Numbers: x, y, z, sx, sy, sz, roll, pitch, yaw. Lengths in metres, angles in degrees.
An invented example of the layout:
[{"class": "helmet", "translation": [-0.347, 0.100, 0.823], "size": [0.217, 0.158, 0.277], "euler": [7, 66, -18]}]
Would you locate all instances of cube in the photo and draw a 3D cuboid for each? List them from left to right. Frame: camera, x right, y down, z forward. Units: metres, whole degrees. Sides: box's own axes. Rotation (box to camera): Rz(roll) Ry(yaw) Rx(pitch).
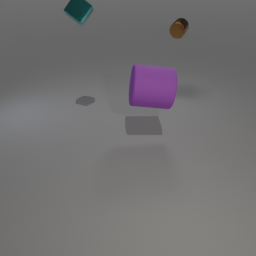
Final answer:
[{"class": "cube", "translation": [-1.663, -3.996, 9.512], "size": [0.700, 0.700, 0.700], "euler": [36, 6, -11]}]

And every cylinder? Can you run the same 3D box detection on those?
[{"class": "cylinder", "translation": [0.808, -1.393, 9.530], "size": [1.400, 1.400, 1.400], "euler": [5, 29, -7]}, {"class": "cylinder", "translation": [2.255, -4.394, 12.333], "size": [0.700, 0.700, 0.700], "euler": [12, 40, 20]}]
